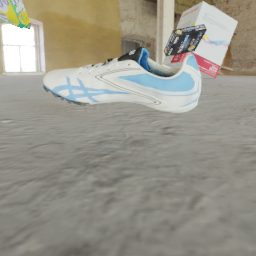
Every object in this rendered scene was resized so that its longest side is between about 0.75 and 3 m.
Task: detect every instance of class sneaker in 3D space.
[{"bbox_3d":[-0.166,-0.830,4.530,2.643,0.958,0.950,5,21,17],"label":"sneaker"}]

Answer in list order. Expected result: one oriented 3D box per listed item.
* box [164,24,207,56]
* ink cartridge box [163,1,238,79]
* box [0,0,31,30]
[{"bbox_3d":[1.600,-2.468,7.947,0.973,0.244,0.980,-16,-18,-15],"label":"box"},{"bbox_3d":[2.370,-2.833,9.385,1.446,2.000,1.453,20,3,-17],"label":"ink cartridge box"},{"bbox_3d":[-3.325,-3.432,7.569,1.009,1.720,0.416,26,64,20],"label":"box"}]
